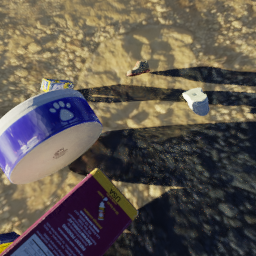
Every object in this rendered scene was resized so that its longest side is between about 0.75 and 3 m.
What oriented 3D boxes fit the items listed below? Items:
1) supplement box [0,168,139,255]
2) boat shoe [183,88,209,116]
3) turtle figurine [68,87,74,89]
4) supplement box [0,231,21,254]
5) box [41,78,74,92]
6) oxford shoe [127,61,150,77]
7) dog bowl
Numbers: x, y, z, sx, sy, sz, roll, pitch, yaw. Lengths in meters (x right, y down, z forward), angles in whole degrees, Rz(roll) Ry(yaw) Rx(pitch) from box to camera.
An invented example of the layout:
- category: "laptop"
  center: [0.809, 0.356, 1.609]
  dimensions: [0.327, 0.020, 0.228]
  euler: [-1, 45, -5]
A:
- category: "supplement box"
  center: [-1.410, 2.511, 6.306]
  dimensions: [1.472, 1.867, 2.852]
  euler: [48, 58, 2]
- category: "boat shoe"
  center: [2.121, -0.800, 8.715]
  dimensions: [0.630, 1.807, 0.643]
  euler: [-14, 108, 8]
- category: "turtle figurine"
  center: [-1.969, -1.101, 9.241]
  dimensions: [0.783, 0.586, 0.394]
  euler: [-3, 83, 7]
- category: "supplement box"
  center: [-3.012, 3.187, 6.884]
  dimensions: [0.580, 0.576, 1.059]
  euler: [-1, 84, 46]
- category: "box"
  center: [-2.245, -1.339, 8.978]
  dimensions: [0.350, 1.089, 0.382]
  euler: [26, 108, 26]
- category: "oxford shoe"
  center: [0.312, -1.991, 9.357]
  dimensions: [0.424, 0.450, 1.203]
  euler: [-3, 16, 34]
- category: "dog bowl"
  center: [-2.057, 0.263, 7.343]
  dimensions: [2.726, 2.726, 1.074]
  euler: [-33, 75, -14]
